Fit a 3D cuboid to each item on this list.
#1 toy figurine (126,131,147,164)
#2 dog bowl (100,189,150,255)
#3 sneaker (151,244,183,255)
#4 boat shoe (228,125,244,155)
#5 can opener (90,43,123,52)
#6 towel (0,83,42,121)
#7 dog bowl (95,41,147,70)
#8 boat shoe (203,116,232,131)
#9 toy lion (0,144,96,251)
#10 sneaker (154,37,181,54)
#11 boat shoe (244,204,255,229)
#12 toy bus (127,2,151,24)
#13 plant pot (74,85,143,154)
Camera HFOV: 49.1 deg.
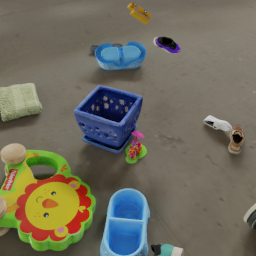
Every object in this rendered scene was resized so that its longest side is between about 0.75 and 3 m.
[{"bbox_3d":[0.228,0.542,9.148,0.716,0.877,0.953,17,45,19],"label":"toy figurine"},{"bbox_3d":[-0.045,2.490,7.191,1.202,0.534,2.156,4,41,5],"label":"dog bowl"},{"bbox_3d":[0.580,3.485,5.981,0.837,0.748,2.095,6,39,22],"label":"sneaker"},{"bbox_3d":[3.806,0.316,9.692,0.518,0.491,1.367,13,43,14],"label":"boat shoe"},{"bbox_3d":[-1.135,-4.309,14.883,1.786,0.597,0.476,7,42,8],"label":"can opener"},{"bbox_3d":[-4.486,-1.147,11.426,1.661,0.408,2.239,-16,44,-16],"label":"towel"},{"bbox_3d":[-0.347,-3.498,13.716,2.492,0.618,1.389,-6,60,-6],"label":"dog bowl"},{"bbox_3d":[3.268,-0.099,10.268,0.358,0.403,1.097,-34,36,-23],"label":"boat shoe"},{"bbox_3d":[-2.326,1.842,7.746,2.863,1.026,2.987,4,41,-6],"label":"toy lion"},{"bbox_3d":[1.491,-2.924,9.866,1.118,0.389,0.556,11,-2,-27],"label":"sneaker"},{"bbox_3d":[4.410,2.142,7.193,2.879,1.034,0.973,-7,37,-11],"label":"boat shoe"},{"bbox_3d":[0.501,-5.321,12.979,1.140,0.371,0.446,22,78,-27],"label":"toy bus"},{"bbox_3d":[-0.606,-0.226,9.488,1.757,1.580,1.757,18,44,18],"label":"plant pot"}]
